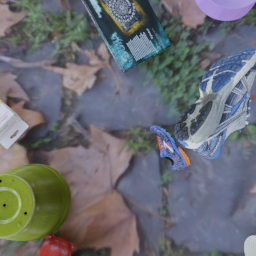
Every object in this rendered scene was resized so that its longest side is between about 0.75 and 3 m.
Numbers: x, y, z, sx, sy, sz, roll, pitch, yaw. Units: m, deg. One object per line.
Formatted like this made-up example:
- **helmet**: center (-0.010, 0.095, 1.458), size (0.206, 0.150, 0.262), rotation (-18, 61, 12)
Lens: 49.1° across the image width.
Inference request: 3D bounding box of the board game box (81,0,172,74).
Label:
- **board game box**: center (-0.063, -3.225, 8.473), size (1.768, 0.368, 2.614), rotation (-30, 97, -6)

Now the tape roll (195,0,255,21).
- **tape roll**: center (3.194, -4.518, 8.986), size (2.019, 0.662, 2.019), rotation (0, 77, 0)

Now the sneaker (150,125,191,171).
- **sneaker**: center (1.103, 0.552, 7.946), size (0.604, 0.580, 1.540), rotation (-38, 78, -3)

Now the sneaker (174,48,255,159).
- **sneaker**: center (2.241, -0.562, 6.450), size (1.245, 1.127, 2.924), rotation (42, 77, -24)

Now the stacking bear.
- **stacking bear**: center (-2.120, 3.789, 6.975), size (1.294, 1.212, 2.130), rotation (23, 74, 5)

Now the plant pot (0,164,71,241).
- **plant pot**: center (-2.639, 1.843, 6.901), size (2.104, 2.025, 2.104), rotation (0, 77, -1)

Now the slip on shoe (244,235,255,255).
- **slip on shoe**: center (3.972, 3.868, 7.152), size (0.768, 0.930, 2.511), rotation (-15, 60, -49)

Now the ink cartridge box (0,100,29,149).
- **ink cartridge box**: center (-3.864, -0.293, 8.104), size (1.697, 0.571, 0.994), rotation (39, 80, 8)
